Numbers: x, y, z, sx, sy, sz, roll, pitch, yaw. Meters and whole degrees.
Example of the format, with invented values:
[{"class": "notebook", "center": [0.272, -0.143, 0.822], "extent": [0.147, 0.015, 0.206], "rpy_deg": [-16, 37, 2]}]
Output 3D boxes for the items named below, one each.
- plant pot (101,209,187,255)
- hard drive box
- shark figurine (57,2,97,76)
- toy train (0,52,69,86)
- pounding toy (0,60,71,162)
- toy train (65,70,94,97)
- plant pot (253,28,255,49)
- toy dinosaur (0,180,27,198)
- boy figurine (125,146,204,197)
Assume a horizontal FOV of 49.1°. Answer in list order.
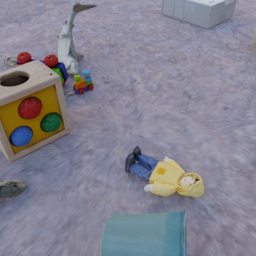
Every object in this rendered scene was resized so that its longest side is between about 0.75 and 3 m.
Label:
[{"class": "plant pot", "center": [0.284, 1.845, 4.325], "extent": [1.218, 1.243, 1.243], "rpy_deg": [1, 40, 12]}, {"class": "hard drive box", "center": [3.335, -5.853, 13.336], "extent": [2.762, 1.061, 2.152], "rpy_deg": [33, 51, 32]}, {"class": "shark figurine", "center": [-1.890, -2.994, 9.866], "extent": [1.626, 2.722, 1.136], "rpy_deg": [-2, -11, 43]}, {"class": "toy train", "center": [-3.187, -1.437, 8.351], "extent": [2.483, 1.051, 1.437], "rpy_deg": [8, 55, 11]}, {"class": "pounding toy", "center": [-2.753, -0.430, 5.992], "extent": [2.662, 2.338, 1.218], "rpy_deg": [-30, 49, -29]}, {"class": "toy train", "center": [-1.524, -1.328, 8.418], "extent": [1.005, 0.581, 0.425], "rpy_deg": [-30, 48, -31]}, {"class": "plant pot", "center": [5.719, -3.563, 10.157], "extent": [1.934, 2.112, 2.112], "rpy_deg": [11, 40, 31]}, {"class": "toy dinosaur", "center": [-3.391, 1.262, 5.439], "extent": [2.557, 0.607, 1.127], "rpy_deg": [-21, 51, -18]}, {"class": "boy figurine", "center": [0.732, 0.991, 5.768], "extent": [1.660, 0.535, 1.032], "rpy_deg": [23, 43, 28]}]
